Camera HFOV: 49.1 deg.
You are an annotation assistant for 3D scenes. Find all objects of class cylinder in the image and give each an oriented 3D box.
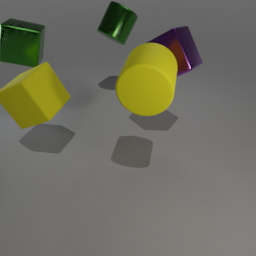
[{"bbox_3d":[-0.480,-4.717,12.682,1.400,1.400,1.400,27,10,-5],"label":"cylinder"},{"bbox_3d":[0.510,-1.249,7.125,1.400,1.400,1.400,6,38,10],"label":"cylinder"}]

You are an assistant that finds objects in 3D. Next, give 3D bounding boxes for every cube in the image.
[{"bbox_3d":[-4.099,-3.338,10.978,1.400,1.400,1.400,8,28,-12],"label":"cube"},{"bbox_3d":[1.462,-2.438,9.432,1.400,1.400,1.400,-19,10,34],"label":"cube"},{"bbox_3d":[-3.011,-1.025,8.997,1.400,1.400,1.400,-13,31,32],"label":"cube"}]
